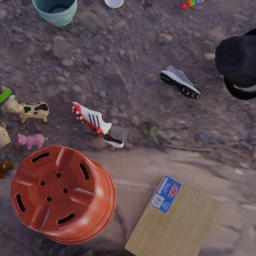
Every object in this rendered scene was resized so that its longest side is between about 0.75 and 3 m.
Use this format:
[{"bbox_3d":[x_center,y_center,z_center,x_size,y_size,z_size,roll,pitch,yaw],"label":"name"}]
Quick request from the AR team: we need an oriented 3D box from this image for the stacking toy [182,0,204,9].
[{"bbox_3d":[2.555,-5.014,11.159,0.902,0.385,0.385,-30,73,-5],"label":"stacking toy"}]

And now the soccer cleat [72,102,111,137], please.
[{"bbox_3d":[-1.242,-0.385,9.413,1.558,0.535,0.664,42,66,11],"label":"soccer cleat"}]

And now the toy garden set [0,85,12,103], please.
[{"bbox_3d":[-5.581,-1.251,9.372,2.406,0.480,2.006,27,53,9],"label":"toy garden set"}]

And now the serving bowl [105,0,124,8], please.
[{"bbox_3d":[-0.534,-5.096,11.208,0.771,0.254,0.771,-1,73,5],"label":"serving bowl"}]

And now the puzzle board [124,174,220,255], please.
[{"bbox_3d":[1.348,2.923,8.351,1.908,0.220,2.532,29,72,11],"label":"puzzle board"}]

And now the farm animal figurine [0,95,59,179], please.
[{"bbox_3d":[-3.894,-0.044,8.323,2.786,1.469,2.818,28,61,-5],"label":"farm animal figurine"}]

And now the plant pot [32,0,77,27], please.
[{"bbox_3d":[-2.660,-4.563,10.596,1.602,1.074,1.602,0,70,0],"label":"plant pot"}]

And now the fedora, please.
[{"bbox_3d":[3.586,-2.192,8.868,1.206,2.642,2.642,15,69,-21],"label":"fedora"}]

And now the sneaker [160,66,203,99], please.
[{"bbox_3d":[1.937,-1.631,9.797,1.660,0.613,0.658,38,70,13],"label":"sneaker"}]

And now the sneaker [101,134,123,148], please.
[{"bbox_3d":[-0.523,0.455,9.074,0.778,0.329,0.283,24,56,13],"label":"sneaker"}]

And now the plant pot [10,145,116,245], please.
[{"bbox_3d":[-1.687,1.740,7.501,2.676,2.602,2.676,0,70,0],"label":"plant pot"}]
